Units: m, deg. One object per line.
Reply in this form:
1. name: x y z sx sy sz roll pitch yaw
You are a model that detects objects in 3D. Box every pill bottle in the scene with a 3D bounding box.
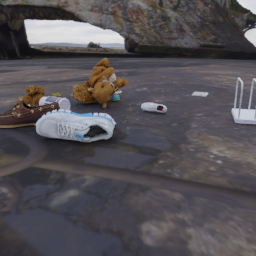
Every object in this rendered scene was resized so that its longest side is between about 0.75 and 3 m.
1. pill bottle: -3.596 -1.114 13.657 1.444 0.837 0.837 12 22 32

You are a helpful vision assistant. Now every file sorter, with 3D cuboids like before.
1. file sorter: 6.310 -1.206 12.463 2.866 1.784 1.989 5 19 14

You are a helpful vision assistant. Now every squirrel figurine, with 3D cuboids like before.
1. squirrel figurine: -1.640 -2.072 15.467 2.860 2.024 2.669 -25 32 19
2. squirrel figurine: -4.922 -1.582 14.297 1.257 1.347 0.953 -1 23 -22

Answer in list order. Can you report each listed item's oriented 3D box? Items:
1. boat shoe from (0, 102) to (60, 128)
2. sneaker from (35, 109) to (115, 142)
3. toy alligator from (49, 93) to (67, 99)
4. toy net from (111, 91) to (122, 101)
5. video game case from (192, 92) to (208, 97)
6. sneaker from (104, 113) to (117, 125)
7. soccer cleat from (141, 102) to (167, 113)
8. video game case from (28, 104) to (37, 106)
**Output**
1. boat shoe: -4.358 -0.623 11.882 2.973 1.045 1.046 -4 22 -9
2. sneaker: -1.887 0.008 10.023 2.882 1.080 1.249 -2 24 -6
3. toy alligator: -3.998 -1.636 15.465 0.445 0.613 1.850 37 12 7
4. toy net: -0.865 -1.939 17.086 0.947 0.349 1.805 -9 14 12
5. video game case: 4.664 -2.185 18.110 0.876 0.110 0.962 8 20 23
6. sneaker: -0.861 -0.333 11.691 0.439 0.507 1.171 -29 25 -14
7. soccer cleat: 1.259 -1.049 13.874 1.340 0.468 0.578 8 -3 18
8. video game case: -5.229 -1.227 15.207 0.844 0.097 0.768 3 19 9
